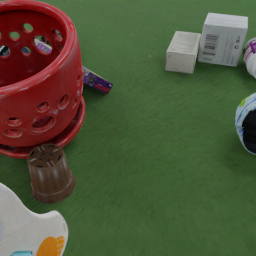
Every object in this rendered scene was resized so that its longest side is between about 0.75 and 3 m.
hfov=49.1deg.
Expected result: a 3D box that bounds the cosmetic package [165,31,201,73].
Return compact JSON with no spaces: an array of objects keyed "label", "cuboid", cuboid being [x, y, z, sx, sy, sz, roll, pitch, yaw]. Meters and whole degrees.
[{"label":"cosmetic package","cuboid":[2.007,-2.770,10.072,1.004,0.709,1.938,12,42,14]}]

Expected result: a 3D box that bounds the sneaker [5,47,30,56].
[{"label":"sneaker","cuboid":[-3.140,-1.425,8.073,2.022,1.112,2.761,-3,33,-3]}]

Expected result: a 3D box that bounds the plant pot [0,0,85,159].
[{"label":"plant pot","cuboid":[-2.308,-0.855,6.077,2.831,2.578,2.831,-1,52,1]}]

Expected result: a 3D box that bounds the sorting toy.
[{"label":"sorting toy","cuboid":[-2.237,1.508,3.720,2.521,2.270,1.347,-5,40,-5]}]

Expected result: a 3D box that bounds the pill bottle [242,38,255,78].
[{"label":"pill bottle","cuboid":[4.375,-2.255,9.265,0.941,0.941,1.675,6,39,7]}]

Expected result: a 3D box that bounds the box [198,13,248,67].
[{"label":"box","cuboid":[3.353,-3.144,9.957,1.432,1.425,1.227,12,41,14]}]

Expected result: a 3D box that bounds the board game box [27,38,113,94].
[{"label":"board game box","cuboid":[-1.951,-2.022,8.606,2.915,1.749,0.471,36,95,35]}]

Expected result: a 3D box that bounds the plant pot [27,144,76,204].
[{"label":"plant pot","cuboid":[-1.550,0.862,5.568,0.913,0.904,0.913,1,40,-1]}]

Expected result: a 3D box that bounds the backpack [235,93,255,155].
[{"label":"backpack","cuboid":[3.551,-0.070,6.214,2.207,1.800,1.697,-6,31,3]}]

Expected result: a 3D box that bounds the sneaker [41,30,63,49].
[{"label":"sneaker","cuboid":[-2.842,-3.626,11.081,1.063,0.769,2.175,-2,29,-25]}]

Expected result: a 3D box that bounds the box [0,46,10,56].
[{"label":"box","cuboid":[-5.342,-2.300,9.637,1.832,0.534,2.676,0,40,0]}]
